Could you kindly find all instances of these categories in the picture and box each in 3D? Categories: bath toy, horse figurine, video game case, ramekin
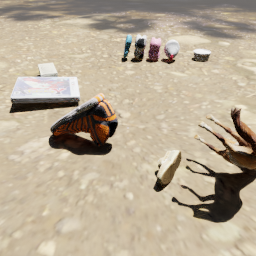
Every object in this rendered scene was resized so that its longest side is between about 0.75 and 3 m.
[{"bbox_3d":[1.093,-3.584,12.963,2.544,1.106,0.940,6,66,3],"label":"bath toy"},{"bbox_3d":[2.142,0.355,5.606,1.598,2.411,0.602,35,85,14],"label":"horse figurine"},{"bbox_3d":[-2.795,-1.365,9.696,2.141,0.246,1.951,-3,29,-12],"label":"video game case"},{"bbox_3d":[3.486,-3.439,13.223,0.802,0.374,0.802,-1,32,0],"label":"ramekin"}]

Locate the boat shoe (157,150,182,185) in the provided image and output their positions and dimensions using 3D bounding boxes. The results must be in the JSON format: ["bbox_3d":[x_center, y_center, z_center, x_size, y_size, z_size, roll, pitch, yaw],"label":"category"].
[{"bbox_3d":[0.864,0.862,6.325,0.385,0.428,1.185,6,29,27],"label":"boat shoe"}]

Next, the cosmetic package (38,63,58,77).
[{"bbox_3d":[-3.171,-2.159,11.105,0.652,0.441,1.240,-10,33,-16],"label":"cosmetic package"}]

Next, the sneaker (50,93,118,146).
[{"bbox_3d":[-1.113,0.039,7.201,2.057,1.152,0.798,-25,12,38],"label":"sneaker"}]
